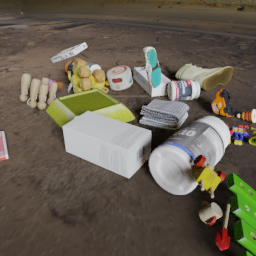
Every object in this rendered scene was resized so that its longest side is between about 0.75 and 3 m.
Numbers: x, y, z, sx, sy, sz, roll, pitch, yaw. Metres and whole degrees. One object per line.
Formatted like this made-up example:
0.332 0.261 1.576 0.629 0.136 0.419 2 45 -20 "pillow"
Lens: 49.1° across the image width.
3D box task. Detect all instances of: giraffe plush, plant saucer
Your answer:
-1.872 -2.364 14.091 1.776 1.890 2.190 -6 -9 -32 "giraffe plush"
-1.679 -0.869 12.067 2.974 0.712 2.970 -18 34 -29 "plant saucer"

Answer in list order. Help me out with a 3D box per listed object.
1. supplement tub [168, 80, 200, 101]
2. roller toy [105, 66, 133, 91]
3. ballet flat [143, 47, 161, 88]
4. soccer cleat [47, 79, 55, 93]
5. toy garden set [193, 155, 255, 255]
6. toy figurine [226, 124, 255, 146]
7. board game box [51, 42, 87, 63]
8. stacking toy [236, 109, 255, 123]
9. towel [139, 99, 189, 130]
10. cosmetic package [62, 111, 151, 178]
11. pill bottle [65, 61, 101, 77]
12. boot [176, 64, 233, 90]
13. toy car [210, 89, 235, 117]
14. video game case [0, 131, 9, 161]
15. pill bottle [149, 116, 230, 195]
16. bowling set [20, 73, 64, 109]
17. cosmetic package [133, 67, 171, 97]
2.664 -1.807 13.471 1.359 0.954 0.954 -4 30 -7 "supplement tub"
-0.439 -2.586 14.757 1.411 0.986 1.287 -29 36 -20 "roller toy"
0.923 -2.412 10.989 0.618 1.723 0.618 -9 38 7 "ballet flat"
-4.157 -2.171 14.606 0.600 0.523 1.569 2 27 -9 "soccer cleat"
2.304 2.059 6.197 2.357 0.564 2.827 39 31 -10 "toy garden set"
4.215 0.112 10.370 1.461 0.771 0.875 7 25 10 "toy figurine"
-2.330 -2.968 11.052 1.325 0.229 0.836 -6 31 37 "board game box"
4.967 -0.495 11.783 0.788 0.575 0.575 0 23 42 "stacking toy"
1.503 -0.649 11.640 1.762 0.754 1.459 13 32 22 "towel"
-0.707 0.439 9.341 2.656 1.127 1.429 18 35 30 "cosmetic package"
-2.588 -3.218 15.808 2.095 1.113 1.113 21 36 33 "pill bottle"
4.281 -3.010 15.568 2.821 1.017 2.182 -24 36 -33 "boot"
3.537 -0.754 11.479 0.880 1.297 2.644 -18 6 41 "toy car"
-5.476 0.825 9.600 2.451 0.214 1.753 -13 32 -21 "video game case"
1.975 0.687 8.492 1.527 1.527 2.684 22 36 33 "pill bottle"
-3.818 -1.571 13.091 1.753 1.352 2.519 0 22 -40 "bowling set"
1.286 -2.576 15.060 1.181 0.725 2.862 -10 31 -15 "cosmetic package"
